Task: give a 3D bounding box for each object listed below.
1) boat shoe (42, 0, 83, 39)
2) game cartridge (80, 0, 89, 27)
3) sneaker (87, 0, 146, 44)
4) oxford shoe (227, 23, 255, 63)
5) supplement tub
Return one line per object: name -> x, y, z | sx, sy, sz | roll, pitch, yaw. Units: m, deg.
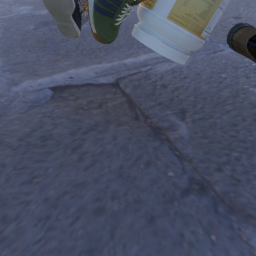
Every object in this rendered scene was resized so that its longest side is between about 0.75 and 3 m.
boat shoe -> -1.313, -2.613, 5.887 | 0.657, 1.810, 0.568 | 12, 75, 4
game cartridge -> -1.500, -3.665, 8.612 | 0.397, 1.271, 1.909 | 50, 14, 0
sneaker -> -0.172, -3.036, 6.498 | 1.320, 2.940, 0.986 | 23, 59, 14
oxford shoe -> 3.181, -1.474, 5.835 | 2.198, 0.799, 0.928 | 13, 28, -11
supplement tub -> 1.438, -3.207, 7.033 | 1.961, 2.710, 1.961 | 26, 23, -12
